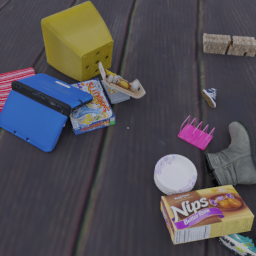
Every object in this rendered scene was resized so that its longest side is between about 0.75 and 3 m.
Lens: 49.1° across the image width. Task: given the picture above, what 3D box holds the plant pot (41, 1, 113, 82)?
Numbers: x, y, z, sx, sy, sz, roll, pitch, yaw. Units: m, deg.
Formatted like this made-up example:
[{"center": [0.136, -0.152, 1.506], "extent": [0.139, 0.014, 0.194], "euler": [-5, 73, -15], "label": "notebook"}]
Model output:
[{"center": [-1.893, -3.368, 11.695], "extent": [2.356, 2.356, 2.078], "euler": [-35, 70, -25], "label": "plant pot"}]

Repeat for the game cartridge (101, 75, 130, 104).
[{"center": [-0.466, -1.591, 11.346], "extent": [0.912, 0.284, 1.370], "euler": [-22, 53, -7], "label": "game cartridge"}]

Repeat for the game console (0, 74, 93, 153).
[{"center": [-3.029, -0.684, 10.348], "extent": [2.695, 1.595, 2.300], "euler": [25, 32, 19], "label": "game console"}]

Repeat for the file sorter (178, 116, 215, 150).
[{"center": [2.374, 0.127, 9.694], "extent": [1.016, 0.637, 0.706], "euler": [30, 57, 23], "label": "file sorter"}]

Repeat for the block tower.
[{"center": [4.678, -3.844, 13.006], "extent": [2.409, 0.696, 0.651], "euler": [8, 51, 4], "label": "block tower"}]

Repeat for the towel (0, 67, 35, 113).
[{"center": [-4.534, -1.550, 11.339], "extent": [1.782, 0.277, 2.464], "euler": [-16, 52, -14], "label": "towel"}]

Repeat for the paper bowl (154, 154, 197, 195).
[{"center": [1.425, 1.486, 8.544], "extent": [1.254, 0.652, 1.254], "euler": [0, 49, 0], "label": "paper bowl"}]

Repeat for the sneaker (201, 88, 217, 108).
[{"center": [3.346, -1.213, 11.008], "extent": [0.533, 0.344, 0.982], "euler": [-14, 49, -9], "label": "sneaker"}]

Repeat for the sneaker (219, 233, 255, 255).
[{"center": [3.132, 3.125, 7.275], "extent": [1.463, 0.567, 0.583], "euler": [34, 49, 25], "label": "sneaker"}]

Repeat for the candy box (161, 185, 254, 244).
[{"center": [2.090, 2.319, 7.669], "extent": [2.144, 0.605, 1.251], "euler": [-6, 30, -7], "label": "candy box"}]

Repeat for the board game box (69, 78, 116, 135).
[{"center": [-1.558, -0.886, 10.692], "extent": [1.558, 0.397, 2.302], "euler": [-16, 52, -13], "label": "board game box"}]

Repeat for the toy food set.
[{"center": [-0.244, -1.827, 10.395], "extent": [1.738, 0.525, 1.247], "euler": [22, 26, -28], "label": "toy food set"}]

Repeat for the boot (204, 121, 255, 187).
[{"center": [3.241, 0.791, 9.072], "extent": [1.621, 0.840, 2.482], "euler": [-7, 49, 2], "label": "boot"}]
